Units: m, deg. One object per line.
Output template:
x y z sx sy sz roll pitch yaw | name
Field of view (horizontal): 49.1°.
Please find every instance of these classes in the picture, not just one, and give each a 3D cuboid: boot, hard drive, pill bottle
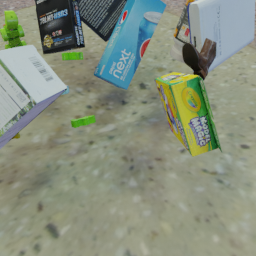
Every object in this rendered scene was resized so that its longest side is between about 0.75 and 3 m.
1.469 -1.563 5.575 0.315 0.913 0.979 5 52 40 | boot
2.331 -2.473 6.739 2.442 1.611 0.310 -35 37 -31 | hard drive
1.812 -2.684 7.614 0.996 1.712 0.996 14 35 -10 | pill bottle

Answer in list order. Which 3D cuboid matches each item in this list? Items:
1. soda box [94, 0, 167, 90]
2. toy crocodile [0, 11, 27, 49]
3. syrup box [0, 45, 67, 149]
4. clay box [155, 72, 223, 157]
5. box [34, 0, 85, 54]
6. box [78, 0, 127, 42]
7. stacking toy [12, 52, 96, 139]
0.031 -2.335 7.494 0.839 2.473 0.793 24 4 -26 | soda box
-3.432 -2.678 8.387 0.624 1.850 0.571 -24 75 -20 | toy crocodile
-2.265 -0.255 4.746 0.929 2.359 0.961 51 27 -7 | syrup box
1.044 -0.341 5.241 0.526 1.270 2.210 -19 13 3 | clay box
-1.762 -2.689 7.119 1.444 1.434 0.359 5 18 41 | box
-1.073 -4.410 9.183 2.648 1.645 2.669 40 20 -11 | box
-1.954 -0.745 6.268 2.261 1.705 0.531 -12 15 -20 | stacking toy
